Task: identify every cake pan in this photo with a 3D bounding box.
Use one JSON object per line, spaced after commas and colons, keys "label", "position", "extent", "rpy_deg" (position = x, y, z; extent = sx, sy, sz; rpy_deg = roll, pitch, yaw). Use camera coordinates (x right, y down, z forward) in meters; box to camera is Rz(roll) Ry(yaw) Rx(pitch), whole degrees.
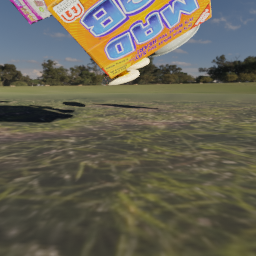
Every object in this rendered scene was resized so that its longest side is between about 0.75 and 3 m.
{"label": "cake pan", "position": [1.435, -3.389, 10.008], "extent": [2.233, 0.409, 2.233], "rpy_deg": [-26, 34, 18]}

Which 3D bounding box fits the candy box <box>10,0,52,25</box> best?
{"label": "candy box", "position": [-3.122, -4.426, 9.746], "extent": [1.655, 0.505, 1.129], "rpy_deg": [-7, -38, 29]}

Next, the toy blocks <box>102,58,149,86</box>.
{"label": "toy blocks", "position": [-0.333, -2.697, 7.063], "extent": [0.983, 2.706, 2.255], "rpy_deg": [-6, 25, 20]}

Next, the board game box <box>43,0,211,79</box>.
{"label": "board game box", "position": [-0.181, -2.521, 4.461], "extent": [2.083, 2.085, 2.083], "rpy_deg": [-30, -22, 10]}
